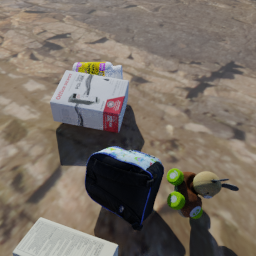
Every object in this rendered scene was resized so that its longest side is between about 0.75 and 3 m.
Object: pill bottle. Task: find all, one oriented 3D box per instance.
[{"bbox_3d":[-1.053,-1.896,9.944,1.682,0.877,0.877,-1,41,5],"label":"pill bottle"}]

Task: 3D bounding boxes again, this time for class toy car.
[{"bbox_3d":[1.655,1.355,6.036,1.297,1.066,1.023,-19,53,33],"label":"toy car"}]

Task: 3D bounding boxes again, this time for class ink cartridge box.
[{"bbox_3d":[-1.169,-0.877,8.936,2.160,0.895,1.585,10,51,4],"label":"ink cartridge box"}]

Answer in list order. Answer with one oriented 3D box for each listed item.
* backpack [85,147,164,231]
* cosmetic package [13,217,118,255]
[{"bbox_3d":[-0.090,1.200,6.439,1.642,1.502,1.206,20,20,22],"label":"backpack"},{"bbox_3d":[-1.170,2.518,5.420,1.785,0.634,0.939,14,34,17],"label":"cosmetic package"}]
